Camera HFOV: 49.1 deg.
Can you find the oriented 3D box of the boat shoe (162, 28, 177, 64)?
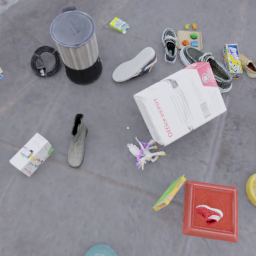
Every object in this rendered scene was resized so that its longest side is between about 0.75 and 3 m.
[{"bbox_3d":[1.951,-3.960,13.045,0.718,0.664,1.944,5,67,2],"label":"boat shoe"}]

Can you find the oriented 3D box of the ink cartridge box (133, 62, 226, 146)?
[{"bbox_3d":[1.896,-0.905,10.360,2.788,1.182,2.031,-29,107,-10],"label":"ink cartridge box"}]

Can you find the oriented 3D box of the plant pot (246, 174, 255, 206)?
[{"bbox_3d":[5.167,2.153,10.053,1.391,1.308,1.391,0,66,-1],"label":"plant pot"}]

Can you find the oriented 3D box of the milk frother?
[{"bbox_3d":[-2.764,-3.240,11.604,2.894,2.722,2.612,-29,70,-11],"label":"milk frother"}]

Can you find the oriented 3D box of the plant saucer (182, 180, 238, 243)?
[{"bbox_3d":[3.061,2.977,10.212,2.002,0.367,1.998,8,67,3],"label":"plant saucer"}]

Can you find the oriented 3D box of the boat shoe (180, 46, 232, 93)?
[{"bbox_3d":[3.503,-2.825,12.319,1.056,1.039,2.930,-38,68,-15],"label":"boat shoe"}]

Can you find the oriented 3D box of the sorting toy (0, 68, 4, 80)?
[{"bbox_3d":[-6.104,-2.608,12.741,0.630,0.152,1.118,-33,70,-13],"label":"sorting toy"}]

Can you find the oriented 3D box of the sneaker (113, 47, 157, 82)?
[{"bbox_3d":[0.368,-2.629,12.452,2.140,0.850,0.839,-31,63,14],"label":"sneaker"}]

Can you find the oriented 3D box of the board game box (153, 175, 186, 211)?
[{"bbox_3d":[1.508,2.267,9.899,0.231,0.735,1.539,45,48,3],"label":"board game box"}]

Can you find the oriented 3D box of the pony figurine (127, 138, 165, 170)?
[{"bbox_3d":[0.658,0.892,10.893,1.241,1.033,1.198,-25,77,-26],"label":"pony figurine"}]

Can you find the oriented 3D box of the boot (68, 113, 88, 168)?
[{"bbox_3d":[-2.026,0.479,10.799,0.650,1.254,1.920,6,67,3],"label":"boot"}]

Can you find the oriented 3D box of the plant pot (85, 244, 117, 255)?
[{"bbox_3d":[-0.932,4.506,9.304,1.202,0.810,1.202,0,66,0],"label":"plant pot"}]

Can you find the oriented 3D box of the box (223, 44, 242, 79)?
[{"bbox_3d":[4.735,-3.041,12.729,0.562,0.515,1.603,1,67,1],"label":"box"}]

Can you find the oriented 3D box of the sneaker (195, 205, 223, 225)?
[{"bbox_3d":[2.447,2.752,8.848,0.542,0.939,0.368,-30,103,-40],"label":"sneaker"}]

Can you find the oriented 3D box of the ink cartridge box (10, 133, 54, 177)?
[{"bbox_3d":[-3.620,1.044,10.669,0.604,1.041,1.438,36,71,14],"label":"ink cartridge box"}]

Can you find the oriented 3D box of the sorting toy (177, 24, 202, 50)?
[{"bbox_3d":[2.955,-4.442,13.495,1.169,0.210,1.569,2,67,0],"label":"sorting toy"}]

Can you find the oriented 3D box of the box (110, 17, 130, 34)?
[{"bbox_3d":[-0.401,-5.032,13.766,0.868,0.207,0.529,31,71,13],"label":"box"}]

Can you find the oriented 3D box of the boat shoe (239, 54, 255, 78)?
[{"bbox_3d":[5.461,-2.906,12.708,0.497,0.446,1.344,-25,69,-10],"label":"boat shoe"}]
